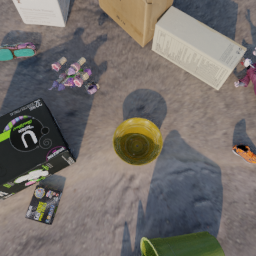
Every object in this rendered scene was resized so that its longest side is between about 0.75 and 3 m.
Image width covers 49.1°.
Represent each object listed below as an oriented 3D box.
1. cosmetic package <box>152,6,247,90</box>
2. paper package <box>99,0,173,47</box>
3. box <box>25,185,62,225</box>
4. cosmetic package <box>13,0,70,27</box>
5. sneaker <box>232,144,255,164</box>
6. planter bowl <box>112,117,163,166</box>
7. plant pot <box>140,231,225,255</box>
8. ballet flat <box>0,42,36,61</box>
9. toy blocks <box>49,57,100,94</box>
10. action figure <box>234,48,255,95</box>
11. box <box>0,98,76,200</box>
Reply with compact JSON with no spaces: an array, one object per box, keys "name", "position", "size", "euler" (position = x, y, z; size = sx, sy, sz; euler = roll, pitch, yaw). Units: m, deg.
[{"name":"cosmetic package","position":[2.337,-2.722,9.684],"size":[2.897,1.500,1.059],"euler":[36,75,10]},{"name":"paper package","position":[0.182,-4.650,9.776],"size":[1.358,2.502,2.625],"euler":[-42,76,-12]},{"name":"box","position":[-2.591,2.371,8.644],"size":[0.824,0.228,1.029],"euler":[15,72,5]},{"name":"cosmetic package","position":[-3.144,-5.031,10.174],"size":[1.666,1.991,1.656],"euler":[5,72,2]},{"name":"sneaker","position":[3.858,0.831,8.995],"size":[0.958,0.537,0.372],"euler":[27,74,9]},{"name":"planter bowl","position":[0.305,0.504,9.039],"size":[1.580,0.658,1.580],"euler":[0,72,0]},{"name":"plant pot","position":[1.553,3.656,7.527],"size":[1.849,1.947,1.947],"euler":[-11,71,-17]},{"name":"ballet flat","position":[-4.220,-2.850,10.274],"size":[1.650,0.570,0.587],"euler":[-10,53,-8]},{"name":"toy blocks","position":[-1.867,-1.517,9.219],"size":[1.213,1.298,1.092],"euler":[10,51,35]},{"name":"action figure","position":[4.572,-1.757,9.549],"size":[1.517,1.365,2.037],"euler":[9,47,-27]},{"name":"box","position":[-3.239,0.685,8.476],"size":[2.608,1.621,1.937],"euler":[-28,74,-10]}]
